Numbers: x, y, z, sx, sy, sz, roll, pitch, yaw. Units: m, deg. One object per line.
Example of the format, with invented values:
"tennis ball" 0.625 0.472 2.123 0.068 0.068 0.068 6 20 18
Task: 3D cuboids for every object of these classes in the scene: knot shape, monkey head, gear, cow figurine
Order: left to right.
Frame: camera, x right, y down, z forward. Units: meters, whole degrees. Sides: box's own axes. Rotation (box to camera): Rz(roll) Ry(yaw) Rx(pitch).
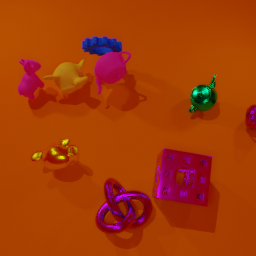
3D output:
"cow figurine" -2.837 -1.407 7.987 0.573 1.027 1.044 26 77 22
"monkey head" -1.778 0.628 7.236 1.296 0.781 0.932 -9 65 15
"monkey head" -1.639 -1.513 8.118 1.462 1.052 0.881 -35 103 -33
"gear" -0.738 -2.330 8.039 1.132 1.132 0.209 1 88 1
"knot shape" -0.182 1.786 6.670 1.396 0.645 1.306 -10 60 -31

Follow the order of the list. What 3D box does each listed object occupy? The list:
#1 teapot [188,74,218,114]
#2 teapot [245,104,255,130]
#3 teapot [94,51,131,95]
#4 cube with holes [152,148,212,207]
"teapot" 2.141 -0.931 7.962 0.796 0.627 1.281 42 101 32
"teapot" 3.613 -0.307 7.792 0.556 0.706 1.135 8 24 34
"teapot" -0.468 -1.566 7.767 1.485 0.923 0.727 -43 70 23
"cube with holes" 1.225 1.180 6.583 1.094 1.094 1.094 9 77 1
